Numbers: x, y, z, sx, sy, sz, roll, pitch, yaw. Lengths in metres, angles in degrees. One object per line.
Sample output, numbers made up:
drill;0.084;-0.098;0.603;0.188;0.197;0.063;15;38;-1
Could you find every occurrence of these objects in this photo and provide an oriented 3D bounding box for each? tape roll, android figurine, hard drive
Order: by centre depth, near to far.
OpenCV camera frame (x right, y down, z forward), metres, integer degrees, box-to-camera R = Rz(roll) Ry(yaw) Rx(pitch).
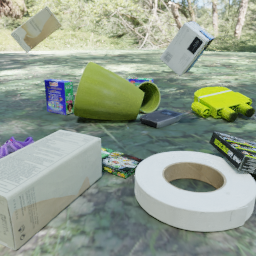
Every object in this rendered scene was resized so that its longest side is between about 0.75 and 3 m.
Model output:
tape roll;1.496;1.299;6.443;2.731;0.499;2.731;1;20;-1
hard drive;1.361;-0.393;11.397;1.624;0.344;1.095;-19;27;-42
android figurine;4.156;-1.158;12.648;2.652;0.598;2.914;-15;31;-18

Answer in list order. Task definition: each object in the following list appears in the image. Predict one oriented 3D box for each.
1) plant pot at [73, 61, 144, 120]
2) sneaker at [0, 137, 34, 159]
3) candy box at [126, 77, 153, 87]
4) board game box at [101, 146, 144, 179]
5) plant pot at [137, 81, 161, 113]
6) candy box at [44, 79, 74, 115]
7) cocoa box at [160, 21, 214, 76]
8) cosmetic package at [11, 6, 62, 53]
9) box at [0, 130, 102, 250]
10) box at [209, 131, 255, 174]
plant pot;-0.671;-1.240;11.514;2.474;2.315;2.315;17;21;0
sneaker;-3.463;0.614;8.049;1.584;0.661;0.639;-16;12;-41
candy box;0.608;-2.053;14.796;1.367;1.156;0.527;6;23;16
board game box;-0.526;0.918;7.988;1.840;0.216;0.964;14;26;34
plant pot;0.559;-1.419;13.126;1.420;1.420;1.349;-12;10;-29
candy box;-3.073;-1.415;12.554;1.247;1.475;0.568;12;23;30
cocoa box;2.019;-2.716;9.585;0.994;1.491;0.978;43;38;9
cosmetic package;-3.531;-3.805;10.826;1.762;0.927;0.626;-39;28;0
box;-1.865;1.084;6.125;1.380;1.130;2.906;10;22;26
box;3.341;0.749;7.319;1.886;0.448;1.821;14;17;-11
